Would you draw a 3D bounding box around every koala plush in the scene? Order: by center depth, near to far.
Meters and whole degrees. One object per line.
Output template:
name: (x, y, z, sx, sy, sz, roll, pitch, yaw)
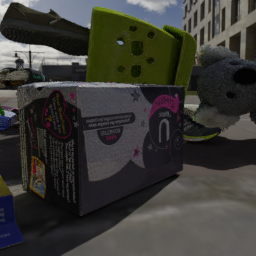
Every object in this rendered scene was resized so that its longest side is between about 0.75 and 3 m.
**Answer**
koala plush: (2.995, -0.886, 6.538, 2.929, 2.597, 2.691, 2, -5, 14)

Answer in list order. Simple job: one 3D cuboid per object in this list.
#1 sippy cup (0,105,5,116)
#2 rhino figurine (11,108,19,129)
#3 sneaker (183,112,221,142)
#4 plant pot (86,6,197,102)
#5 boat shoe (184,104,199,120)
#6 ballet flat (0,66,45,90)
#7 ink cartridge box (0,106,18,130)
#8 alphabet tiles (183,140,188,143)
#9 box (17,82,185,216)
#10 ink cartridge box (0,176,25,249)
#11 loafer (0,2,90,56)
sippy cup: (-3.186, -0.059, 5.663, 0.962, 1.225, 0.898, 27, 7, -27)
rhino figurine: (-2.796, -0.480, 8.630, 1.188, 0.812, 2.717, -14, 10, -2)
sneaker: (1.293, -0.040, 6.109, 1.441, 0.583, 0.532, 5, 10, 33)
plant pot: (0.198, -1.614, 7.790, 2.644, 2.914, 2.899, 6, 23, -9)
boat shoe: (1.515, -0.470, 9.041, 1.919, 0.680, 0.665, -3, 14, 6)
ballet flat: (-4.233, -1.839, 10.159, 2.460, 0.899, 0.899, 2, 8, 21)
ink cartridge box: (-3.887, -0.338, 8.394, 1.013, 0.356, 1.698, 9, 17, -4)
alphabet tiles: (0.835, 0.276, 6.102, 0.821, 0.037, 0.982, 5, 9, 31)
box: (-0.194, 0.060, 3.367, 1.056, 1.217, 1.841, 7, 10, 39)
ink cartridge box: (-1.684, 0.688, 2.264, 1.341, 0.319, 1.357, -5, 8, -34)
loafer: (-1.881, -2.700, 7.522, 2.838, 0.989, 1.067, 4, -14, -35)
